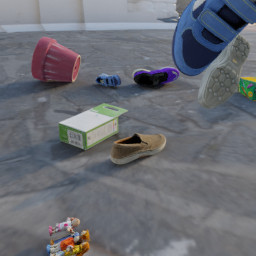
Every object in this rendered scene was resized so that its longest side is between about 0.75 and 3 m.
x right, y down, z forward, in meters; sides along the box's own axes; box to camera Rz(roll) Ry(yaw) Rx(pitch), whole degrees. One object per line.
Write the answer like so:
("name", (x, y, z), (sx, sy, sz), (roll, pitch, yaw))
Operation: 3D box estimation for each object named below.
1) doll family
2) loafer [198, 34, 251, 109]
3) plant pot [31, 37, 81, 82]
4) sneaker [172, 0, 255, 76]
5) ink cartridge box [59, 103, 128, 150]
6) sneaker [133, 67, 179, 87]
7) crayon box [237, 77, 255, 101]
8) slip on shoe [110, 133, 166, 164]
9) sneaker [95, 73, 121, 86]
("doll family", (-0.938, 1.861, 4.571), (0.630, 0.457, 1.014), (-13, 10, -12))
("loafer", (2.211, -1.289, 6.675), (2.287, 0.800, 0.798), (-54, 9, -26))
("plant pot", (-3.354, -3.115, 13.454), (1.856, 2.074, 2.074), (16, 26, -1))
("sneaker", (1.412, -1.705, 3.895), (0.827, 2.236, 0.920), (27, 18, -18))
("ink cartridge box", (-0.974, -0.100, 8.412), (1.033, 0.590, 1.990), (17, 30, 32))
("sneaker", (1.334, -2.275, 12.996), (2.203, 0.766, 1.095), (-5, 30, 0))
("crayon box", (5.952, -1.679, 11.699), (2.219, 0.646, 1.318), (-3, 25, -7))
("slip on shoe", (0.311, 0.399, 7.409), (1.790, 0.542, 0.681), (-16, 30, -31))
("sneaker", (-0.916, -2.188, 13.009), (1.426, 0.527, 0.587), (14, 32, 40))
